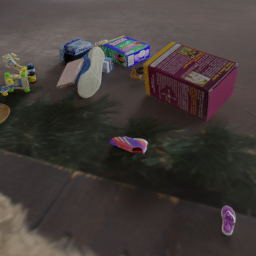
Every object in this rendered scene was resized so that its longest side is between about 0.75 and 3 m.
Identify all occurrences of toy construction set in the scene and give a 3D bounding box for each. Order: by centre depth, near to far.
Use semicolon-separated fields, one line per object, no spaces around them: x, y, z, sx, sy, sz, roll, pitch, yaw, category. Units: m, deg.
-4.772;-2.316;12.167;1.477;1.038;2.252;-11;51;-13;toy construction set

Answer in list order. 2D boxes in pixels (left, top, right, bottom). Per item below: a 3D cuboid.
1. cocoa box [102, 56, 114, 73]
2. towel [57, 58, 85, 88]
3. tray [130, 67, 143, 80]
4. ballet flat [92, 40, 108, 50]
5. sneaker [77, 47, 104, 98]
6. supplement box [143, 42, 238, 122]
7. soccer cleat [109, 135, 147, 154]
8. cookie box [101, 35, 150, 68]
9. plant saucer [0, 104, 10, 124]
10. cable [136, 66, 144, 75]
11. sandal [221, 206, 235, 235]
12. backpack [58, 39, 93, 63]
-1.169;-3.058;13.356;0.821;0.548;0.539;20;43;23;cocoa box
-2.447;-2.327;11.941;1.234;0.208;1.292;-3;58;44;towel
0.420;-2.556;13.043;0.467;0.175;0.946;9;40;10;tray
-1.517;-4.323;14.980;0.489;0.578;1.529;41;56;18;ballet flat
-1.858;-2.255;12.176;1.365;0.942;2.453;-17;56;48;sneaker
2.343;-1.890;10.881;2.979;1.538;1.950;32;59;33;supplement box
-0.016;0.546;9.013;1.247;0.425;0.456;7;50;9;soccer cleat
-0.134;-3.944;14.308;1.661;0.730;1.942;-33;48;-32;cookie box
-5.037;-0.417;10.312;1.373;0.243;1.373;0;39;0;plant saucer
1.271;-2.801;13.232;2.017;0.508;0.980;-36;64;-29;cable
2.523;2.273;6.991;0.344;0.208;0.846;9;40;11;sandal
-2.665;-3.743;13.812;1.601;1.077;1.461;28;47;32;backpack
